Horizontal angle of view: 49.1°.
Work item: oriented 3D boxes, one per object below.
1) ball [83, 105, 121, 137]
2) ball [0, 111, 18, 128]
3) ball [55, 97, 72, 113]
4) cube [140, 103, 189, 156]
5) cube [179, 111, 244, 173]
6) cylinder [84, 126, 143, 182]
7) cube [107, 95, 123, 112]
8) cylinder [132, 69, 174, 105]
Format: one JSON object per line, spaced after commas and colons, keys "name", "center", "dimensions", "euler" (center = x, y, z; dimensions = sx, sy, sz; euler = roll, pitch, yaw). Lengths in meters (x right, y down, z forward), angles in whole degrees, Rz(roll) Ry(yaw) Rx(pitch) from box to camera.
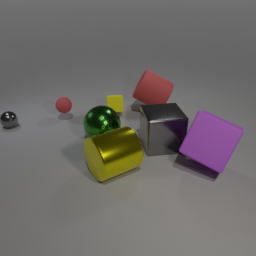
{"name": "ball", "center": [-0.971, -0.152, 10.522], "dimensions": [1.400, 1.400, 1.400], "euler": [0, 28, 0]}
{"name": "ball", "center": [-4.939, -0.348, 11.624], "dimensions": [0.700, 0.700, 0.700], "euler": [0, 28, 0]}
{"name": "ball", "center": [-2.762, -0.985, 12.042], "dimensions": [0.700, 0.700, 0.700], "euler": [0, 28, 0]}
{"name": "cube", "center": [1.247, 0.019, 10.193], "dimensions": [1.400, 1.400, 1.400], "euler": [-5, 29, -8]}
{"name": "cube", "center": [2.638, 0.365, 8.795], "dimensions": [1.400, 1.400, 1.400], "euler": [28, 13, 18]}
{"name": "cylinder", "center": [-0.466, 0.781, 8.780], "dimensions": [1.400, 1.400, 1.400], "euler": [-18, 33, -28]}
{"name": "cube", "center": [-0.591, -1.095, 12.557], "dimensions": [0.700, 0.700, 0.700], "euler": [-3, 10, -5]}
{"name": "cylinder", "center": [1.120, -1.712, 12.670], "dimensions": [1.400, 1.400, 1.400], "euler": [27, 28, -7]}
